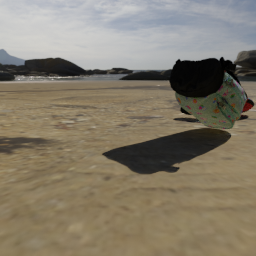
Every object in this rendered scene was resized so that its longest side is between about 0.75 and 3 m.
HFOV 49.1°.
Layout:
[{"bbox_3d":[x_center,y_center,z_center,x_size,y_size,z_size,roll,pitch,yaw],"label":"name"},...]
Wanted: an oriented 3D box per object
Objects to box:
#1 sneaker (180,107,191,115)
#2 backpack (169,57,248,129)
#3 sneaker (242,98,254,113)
[{"bbox_3d":[2.434,-0.580,9.736,1.259,0.460,0.704,3,24,12],"label":"sneaker"},{"bbox_3d":[2.244,-0.896,7.613,2.124,1.345,1.773,33,-6,-37],"label":"backpack"},{"bbox_3d":[3.852,-1.232,10.528,1.997,0.792,0.954,15,51,-16],"label":"sneaker"}]
